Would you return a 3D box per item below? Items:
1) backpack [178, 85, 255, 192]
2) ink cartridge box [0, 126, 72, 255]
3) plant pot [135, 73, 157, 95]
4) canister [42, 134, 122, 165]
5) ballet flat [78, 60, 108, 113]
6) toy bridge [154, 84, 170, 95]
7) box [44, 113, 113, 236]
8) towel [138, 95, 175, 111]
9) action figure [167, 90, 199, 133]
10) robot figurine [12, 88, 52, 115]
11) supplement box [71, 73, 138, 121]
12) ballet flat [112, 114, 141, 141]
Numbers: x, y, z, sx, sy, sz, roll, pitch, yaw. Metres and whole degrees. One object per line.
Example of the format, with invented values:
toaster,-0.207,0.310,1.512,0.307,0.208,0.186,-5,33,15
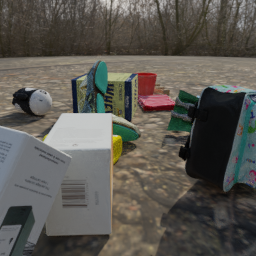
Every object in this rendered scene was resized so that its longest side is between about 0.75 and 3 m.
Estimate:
backpack,2.735,0.148,6.944,2.023,2.385,2.687,15,14,29
ink cartridge box,-2.102,1.168,3.854,1.729,2.369,0.996,11,-18,32
plant pot,0.980,-2.574,16.701,1.465,1.296,1.465,0,19,0
canister,-1.278,0.577,8.058,1.912,0.827,1.420,8,20,19
ballet flat,-1.183,-1.080,9.013,0.978,0.978,2.634,0,58,1
toy bridge,1.945,-2.509,18.042,0.804,0.325,2.391,-4,19,-10
box,-0.931,0.796,5.892,1.221,1.748,2.296,-1,19,-2
towel,1.507,-1.392,14.670,1.878,0.292,2.596,-2,20,-8
action figure,3.060,-0.367,10.203,2.911,1.719,0.796,16,-11,13
robot figurine,-4.409,-1.248,12.861,1.932,1.206,1.452,10,33,28
supplement box,-0.938,-1.527,12.885,2.562,1.722,2.565,3,19,8
ballet flat,-0.888,-0.156,9.783,2.844,0.959,0.887,5,49,13
